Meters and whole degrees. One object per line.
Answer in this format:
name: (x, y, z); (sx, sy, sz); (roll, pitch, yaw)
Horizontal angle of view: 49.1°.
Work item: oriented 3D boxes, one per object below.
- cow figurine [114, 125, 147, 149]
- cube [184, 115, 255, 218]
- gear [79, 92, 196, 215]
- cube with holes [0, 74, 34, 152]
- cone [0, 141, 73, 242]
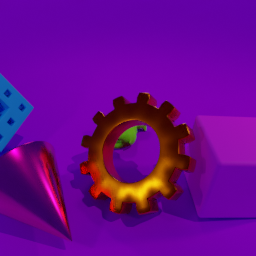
cow figurine: (0.081, 0.022, 6.642); (1.031, 0.575, 1.048); (-8, 35, -3)
cube: (1.830, 0.664, 4.938); (1.284, 1.284, 1.284); (2, 36, -6)
gear: (0.114, 0.434, 4.965); (2.097, 2.097, 0.388); (25, -2, 31)
cube with holes: (-3.064, -0.332, 5.816); (1.231, 1.231, 1.231); (-6, 45, 36)
cone: (-1.348, 1.234, 4.446); (1.479, 1.473, 1.473); (42, 50, 21)
